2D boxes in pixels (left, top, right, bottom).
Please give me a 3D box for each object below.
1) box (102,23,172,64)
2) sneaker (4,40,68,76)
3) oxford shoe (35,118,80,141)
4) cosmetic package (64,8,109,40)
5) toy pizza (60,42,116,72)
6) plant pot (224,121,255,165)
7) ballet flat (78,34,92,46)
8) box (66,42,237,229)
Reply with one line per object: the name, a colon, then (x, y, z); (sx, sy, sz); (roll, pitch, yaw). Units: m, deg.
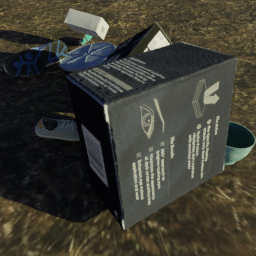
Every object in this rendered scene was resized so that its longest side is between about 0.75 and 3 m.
box: (-0.037, -1.734, 8.410); (1.988, 1.045, 2.427); (-7, 41, 55)
sneaker: (-3.480, -2.532, 10.583); (0.982, 0.965, 2.550); (-2, 23, 47)
oxford shoe: (-1.710, 0.002, 7.758); (1.636, 0.472, 0.615); (3, 45, -26)
cosmetic package: (-1.759, -4.397, 11.894); (1.617, 0.686, 0.870); (23, 2, 16)
toy pizza: (-1.540, -2.741, 11.059); (2.344, 0.371, 2.344); (-10, 37, 8)
plant pot: (2.558, 0.451, 7.237); (1.167, 0.782, 1.167); (4, 36, -3)
ballet flat: (-2.000, -4.042, 12.756); (0.354, 0.354, 0.983); (14, 44, 16)
box: (0.564, 0.026, 6.027); (2.949, 2.900, 1.732); (-22, 36, -24)
